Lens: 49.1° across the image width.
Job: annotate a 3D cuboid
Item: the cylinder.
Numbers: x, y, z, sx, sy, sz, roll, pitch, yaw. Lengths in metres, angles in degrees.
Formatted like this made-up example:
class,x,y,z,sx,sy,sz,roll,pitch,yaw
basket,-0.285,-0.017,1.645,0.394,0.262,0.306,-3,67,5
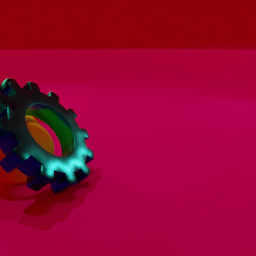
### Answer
class,x,y,z,sx,sy,sz,roll,pitch,yaw
cylinder,-1.948,0.285,4.888,1.052,1.052,1.052,-10,19,-29

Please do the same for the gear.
class,x,y,z,sx,sy,sz,roll,pitch,yaw
gear,-1.316,0.112,4.443,0.341,1.845,1.845,-35,5,22

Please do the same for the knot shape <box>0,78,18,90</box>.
class,x,y,z,sx,sy,sz,roll,pitch,yaw
knot shape,-3.020,-0.567,7.225,0.663,1.434,1.342,51,23,25

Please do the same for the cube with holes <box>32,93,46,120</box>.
class,x,y,z,sx,sy,sz,roll,pitch,yaw
cube with holes,-2.997,-0.689,8.694,0.703,0.703,0.703,7,18,21
